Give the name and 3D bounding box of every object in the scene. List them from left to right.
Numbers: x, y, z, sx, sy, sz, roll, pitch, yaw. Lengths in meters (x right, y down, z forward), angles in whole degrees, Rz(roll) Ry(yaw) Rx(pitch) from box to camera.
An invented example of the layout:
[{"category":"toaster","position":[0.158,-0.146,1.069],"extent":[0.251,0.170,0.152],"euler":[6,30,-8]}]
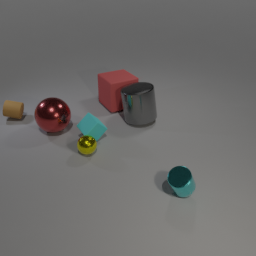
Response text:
[{"category":"cylinder","position":[-4.864,-0.787,11.905],"extent":[0.700,0.700,0.700],"euler":[9,32,-9]},{"category":"ball","position":[-2.952,-0.509,11.032],"extent":[1.400,1.400,1.400],"euler":[0,33,0]},{"category":"ball","position":[-1.450,0.593,9.908],"extent":[0.700,0.700,0.700],"euler":[0,33,0]},{"category":"cube","position":[-1.354,-0.023,10.562],"extent":[0.700,0.700,0.700],"euler":[-48,55,4]},{"category":"cube","position":[-0.464,-1.742,12.873],"extent":[1.400,1.400,1.400],"euler":[-16,34,-25]},{"category":"cylinder","position":[0.456,-1.033,11.688],"extent":[1.400,1.400,1.400],"euler":[-7,27,4]},{"category":"cylinder","position":[1.564,1.560,8.148],"extent":[0.700,0.700,0.700],"euler":[-12,52,16]}]
